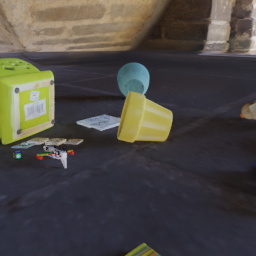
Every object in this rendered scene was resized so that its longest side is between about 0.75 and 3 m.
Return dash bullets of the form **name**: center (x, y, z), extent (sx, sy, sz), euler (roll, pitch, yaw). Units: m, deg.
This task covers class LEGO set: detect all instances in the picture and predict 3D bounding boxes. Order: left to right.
- **LEGO set**: center (-1.879, 0.536, 6.492), extent (1.316, 0.432, 1.761), euler (2, 7, 6)

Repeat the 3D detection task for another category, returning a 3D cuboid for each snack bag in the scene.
- **snack bag**: center (-0.750, -0.168, 8.629), extent (1.190, 0.135, 1.262), euler (-16, 22, -42)

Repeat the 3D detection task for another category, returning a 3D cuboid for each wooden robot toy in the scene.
- **wooden robot toy**: center (4.185, -0.495, 8.928), extent (1.181, 1.146, 2.602), euler (-31, -2, 37)

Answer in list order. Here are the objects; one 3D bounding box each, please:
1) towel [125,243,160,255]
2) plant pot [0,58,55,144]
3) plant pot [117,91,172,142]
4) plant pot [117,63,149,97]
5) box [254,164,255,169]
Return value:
- **towel**: center (0.393, 1.760, 3.036), extent (0.543, 0.114, 1.262), euler (-20, 28, -34)
- **plant pot**: center (-3.167, -0.739, 7.667), extent (1.817, 1.993, 2.003), euler (17, 24, 25)
- **plant pot**: center (0.450, -0.193, 7.218), extent (1.197, 1.272, 1.272), euler (14, 18, -6)
- **plant pot**: center (0.242, -1.916, 12.029), extent (1.440, 1.440, 1.156), euler (0, 33, -1)
- **box**: center (3.034, 0.974, 5.066), extent (1.097, 0.293, 1.811), euler (3, 18, 10)
